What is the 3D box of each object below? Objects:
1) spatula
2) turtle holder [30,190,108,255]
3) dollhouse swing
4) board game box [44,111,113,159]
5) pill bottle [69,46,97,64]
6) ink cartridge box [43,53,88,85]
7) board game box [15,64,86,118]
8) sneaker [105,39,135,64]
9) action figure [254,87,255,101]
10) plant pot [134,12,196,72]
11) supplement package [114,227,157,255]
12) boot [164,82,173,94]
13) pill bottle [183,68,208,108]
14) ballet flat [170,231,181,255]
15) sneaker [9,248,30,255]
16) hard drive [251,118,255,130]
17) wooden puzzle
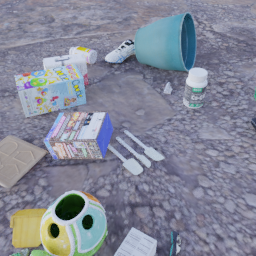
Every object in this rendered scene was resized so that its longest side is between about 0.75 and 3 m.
[{"bbox_3d":[0.126,0.869,10.806,1.514,0.175,2.177,-29,49,-28],"label":"spatula"},{"bbox_3d":[-1.671,2.694,7.556,2.320,1.648,1.763,-22,46,-24],"label":"turtle holder"},{"bbox_3d":[-2.897,2.968,8.371,0.986,0.867,0.896,-3,0,-2],"label":"dollhouse swing"},{"bbox_3d":[-1.763,0.262,10.405,2.021,0.979,1.611,-1,42,17],"label":"board game box"},{"bbox_3d":[-2.618,-4.257,16.236,1.549,0.808,0.808,21,45,22],"label":"pill bottle"},{"bbox_3d":[-3.095,-2.811,14.050,2.020,1.471,0.856,-11,42,-13],"label":"ink cartridge box"},{"bbox_3d":[-3.508,-1.755,12.841,2.796,1.466,1.440,-15,43,-17],"label":"board game box"},{"bbox_3d":[-0.245,-4.582,16.460,1.035,1.044,2.880,33,52,31],"label":"sneaker"},{"bbox_3d":[6.352,-1.633,13.632,0.548,0.254,0.928,23,53,22],"label":"action figure"},{"bbox_3d":[1.968,-4.502,15.189,2.783,2.962,2.962,3,38,28],"label":"plant pot"},{"bbox_3d":[0.177,3.401,7.395,0.781,0.786,1.036,21,45,23],"label":"supplement package"},{"bbox_3d":[2.076,-1.970,14.035,0.391,0.301,0.819,18,52,11],"label":"boot"},{"bbox_3d":[3.074,-1.808,12.742,0.948,1.677,0.948,-1,41,1],"label":"pill bottle"},{"bbox_3d":[1.346,3.304,7.911,0.302,0.302,0.826,7,39,8],"label":"ballet flat"},{"bbox_3d":[-3.062,3.528,7.575,0.820,0.364,0.315,-31,50,-31],"label":"sneaker"},{"bbox_3d":[6.177,-0.046,11.699,1.766,0.374,1.191,-7,41,-8],"label":"hard drive"},{"bbox_3d":[-4.289,1.222,10.202,1.943,0.486,2.098,20,40,21],"label":"wooden puzzle"}]
